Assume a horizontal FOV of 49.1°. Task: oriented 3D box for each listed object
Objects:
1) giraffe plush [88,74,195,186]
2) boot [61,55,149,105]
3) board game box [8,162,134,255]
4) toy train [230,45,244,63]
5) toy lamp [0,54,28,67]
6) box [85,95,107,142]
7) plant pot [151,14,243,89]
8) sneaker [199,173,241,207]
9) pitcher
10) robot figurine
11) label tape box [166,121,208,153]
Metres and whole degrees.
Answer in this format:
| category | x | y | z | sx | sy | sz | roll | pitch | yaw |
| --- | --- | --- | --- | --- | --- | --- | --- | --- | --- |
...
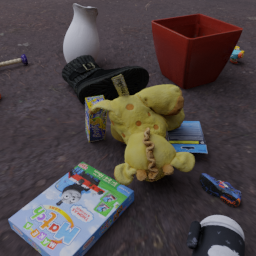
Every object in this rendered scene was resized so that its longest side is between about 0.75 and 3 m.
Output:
| category | x | y | z | sx | sy | sz | roll | pitch | yaw |
| --- | --- | --- | --- | --- | --- | --- | --- | --- | --- |
| giraffe plush | 0.514 | 0.299 | 6.997 | 2.434 | 2.821 | 2.288 | -27 | 60 | 19 |
| boot | -0.929 | -2.088 | 10.968 | 3.029 | 1.140 | 2.264 | -15 | 38 | -19 |
| board game box | -1.180 | 1.818 | 6.249 | 1.679 | 0.406 | 2.219 | 24 | 43 | 28 |
| toy train | 4.666 | -3.644 | 13.639 | 1.608 | 0.595 | 2.140 | -4 | 33 | -3 |
| toy lamp | -5.554 | -2.899 | 12.612 | 1.925 | 0.560 | 0.560 | -23 | 42 | -29 |
| box | -0.928 | -0.231 | 8.068 | 0.531 | 1.517 | 0.488 | -11 | 55 | -16 |
| plant pot | 2.595 | -3.058 | 11.372 | 2.548 | 2.247 | 2.550 | -18 | 39 | -22 |
| sneaker | 2.238 | 1.460 | 6.815 | 1.109 | 0.418 | 0.435 | 35 | 41 | 26 |
| pitcher | -1.963 | -4.095 | 12.525 | 1.556 | 2.567 | 2.202 | 11 | 22 | -1 |
| robot figurine | 1.642 | 2.329 | 5.148 | 0.923 | 1.112 | 1.480 | -2 | 33 | 26 |
| label tape box | 1.662 | 0.375 | 8.182 | 1.037 | 0.478 | 1.447 | 1 | 38 | 2 |
